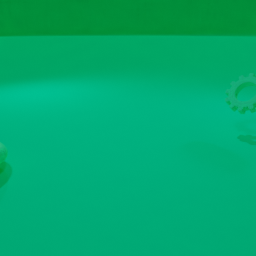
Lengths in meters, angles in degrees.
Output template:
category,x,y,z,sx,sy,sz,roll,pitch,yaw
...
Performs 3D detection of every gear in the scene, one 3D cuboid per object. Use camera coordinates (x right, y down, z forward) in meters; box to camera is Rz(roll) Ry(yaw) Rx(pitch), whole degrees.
category,x,y,z,sx,sy,sz,roll,pitch,yaw
gear,2.977,-0.861,6.998,0.195,1.053,1.053,34,-7,-41

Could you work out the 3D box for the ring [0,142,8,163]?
category,x,y,z,sx,sy,sz,roll,pitch,yaw
ring,-3.119,0.374,5.296,1.583,0.317,1.583,15,5,-1
